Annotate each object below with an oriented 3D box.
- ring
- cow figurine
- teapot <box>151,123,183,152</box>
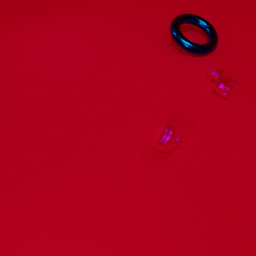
[{"bbox_3d":[2.282,-3.246,9.630,1.783,0.357,1.783,7,60,-13],"label":"ring"},{"bbox_3d":[2.737,-1.394,8.372,0.922,0.514,0.937,30,49,15],"label":"cow figurine"},{"bbox_3d":[0.911,0.263,6.791,0.567,1.158,0.720,32,78,-25],"label":"teapot"}]
